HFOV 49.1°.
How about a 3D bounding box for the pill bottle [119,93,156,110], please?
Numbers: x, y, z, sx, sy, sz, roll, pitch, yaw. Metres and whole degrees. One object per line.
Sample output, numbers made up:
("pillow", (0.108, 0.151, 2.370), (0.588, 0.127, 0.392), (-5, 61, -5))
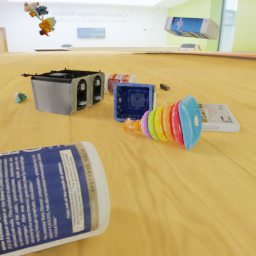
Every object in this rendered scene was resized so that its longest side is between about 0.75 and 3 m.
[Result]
("pill bottle", (0.312, -1.031, 10.439), (1.372, 0.778, 0.778), (5, 19, 13))

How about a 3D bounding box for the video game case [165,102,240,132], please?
("video game case", (2.335, -0.423, 9.449), (2.253, 0.283, 2.475), (3, 20, 9))

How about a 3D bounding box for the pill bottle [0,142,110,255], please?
("pill bottle", (-1.553, 0.977, 3.632), (2.399, 1.332, 1.332), (-8, 20, -21))

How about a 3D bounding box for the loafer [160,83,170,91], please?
("loafer", (1.887, -2.086, 14.349), (0.266, 0.300, 0.789), (-7, 30, -23))

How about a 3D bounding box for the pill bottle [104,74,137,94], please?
("pill bottle", (-0.524, -2.069, 13.226), (1.739, 0.953, 0.953), (7, 20, 19))

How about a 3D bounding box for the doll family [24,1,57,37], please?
("doll family", (-2.618, -3.355, 8.440), (0.540, 1.198, 0.743), (-18, 22, 38))

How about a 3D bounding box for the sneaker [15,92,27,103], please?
("sneaker", (-4.555, -1.323, 11.933), (0.486, 0.413, 1.066), (-3, 20, -21))

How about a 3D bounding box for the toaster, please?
("toaster", (-2.362, -1.493, 10.800), (2.396, 1.422, 2.167), (9, 21, 25))

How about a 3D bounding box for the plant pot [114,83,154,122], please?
("plant pot", (0.267, -0.908, 9.419), (1.269, 1.269, 1.141), (4, 14, 13))

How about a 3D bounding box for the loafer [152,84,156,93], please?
("loafer", (0.908, -1.717, 12.839), (0.542, 0.543, 1.554), (15, 23, 18))

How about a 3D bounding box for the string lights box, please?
("string lights box", (2.378, -3.758, 10.509), (1.835, 0.541, 0.943), (21, 12, 39))

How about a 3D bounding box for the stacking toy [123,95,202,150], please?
("stacking toy", (0.809, -0.095, 7.585), (2.166, 1.257, 1.189), (-6, 15, 30))
